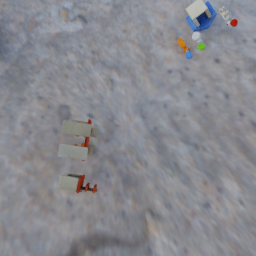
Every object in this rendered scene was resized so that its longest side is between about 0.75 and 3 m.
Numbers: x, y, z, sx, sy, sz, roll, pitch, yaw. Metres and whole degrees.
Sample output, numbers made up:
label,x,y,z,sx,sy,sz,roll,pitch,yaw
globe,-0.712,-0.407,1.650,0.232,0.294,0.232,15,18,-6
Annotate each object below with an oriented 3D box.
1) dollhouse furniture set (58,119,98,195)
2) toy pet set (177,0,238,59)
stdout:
label,x,y,z,sx,sy,sz,roll,pitch,yaw
dollhouse furniture set,-0.973,0.600,6.244,0.832,1.615,1.598,9,87,-2
toy pet set,2.238,-2.904,8.252,1.610,0.855,1.504,-33,66,22
